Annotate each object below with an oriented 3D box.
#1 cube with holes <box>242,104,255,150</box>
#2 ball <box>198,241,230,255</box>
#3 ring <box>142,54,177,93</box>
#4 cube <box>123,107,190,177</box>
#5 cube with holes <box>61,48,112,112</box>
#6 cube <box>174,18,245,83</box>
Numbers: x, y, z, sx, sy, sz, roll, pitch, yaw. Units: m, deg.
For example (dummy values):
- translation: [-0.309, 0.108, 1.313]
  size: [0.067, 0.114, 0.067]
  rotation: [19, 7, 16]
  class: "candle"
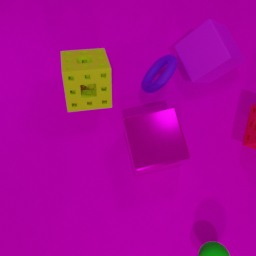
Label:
- translation: [3.699, 0.013, 6.824]
  size: [1.103, 1.103, 1.103]
  rotation: [18, 79, -7]
  class: "cube with holes"
- translation: [1.970, 2.978, 6.406]
  size: [0.715, 0.715, 0.715]
  rotation: [0, 74, 0]
  class: "ball"
- translation: [0.870, -1.521, 7.859]
  size: [0.256, 1.278, 1.278]
  rotation: [36, 75, -23]
  class: "ring"
- translation: [0.664, 0.400, 7.197]
  size: [1.328, 1.328, 1.328]
  rotation: [-13, 75, -3]
  class: "cube"
- translation: [-1.052, -1.228, 7.092]
  size: [1.111, 1.111, 1.111]
  rotation: [-7, 41, -10]
  class: "cube with holes"
- translation: [2.237, -2.044, 7.688]
  size: [1.195, 1.195, 1.195]
  rotation: [-32, 76, 37]
  class: "cube"
